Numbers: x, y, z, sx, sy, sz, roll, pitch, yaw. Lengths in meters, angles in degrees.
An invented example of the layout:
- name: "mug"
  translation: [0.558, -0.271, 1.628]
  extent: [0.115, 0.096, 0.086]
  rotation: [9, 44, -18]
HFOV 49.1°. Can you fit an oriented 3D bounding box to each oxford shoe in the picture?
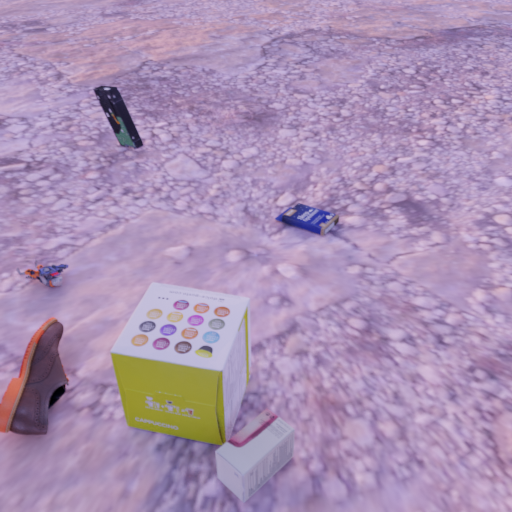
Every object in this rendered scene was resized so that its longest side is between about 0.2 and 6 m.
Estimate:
- name: "oxford shoe"
  translation: [-2.817, 1.595, 7.459]
  extent: [0.685, 0.672, 1.887]
  rotation: [18, 36, -12]

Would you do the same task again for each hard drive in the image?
- name: "hard drive"
  translation: [-3.272, -3.301, 13.347]
  extent: [0.282, 1.492, 1.042]
  rotation: [-34, 32, -22]

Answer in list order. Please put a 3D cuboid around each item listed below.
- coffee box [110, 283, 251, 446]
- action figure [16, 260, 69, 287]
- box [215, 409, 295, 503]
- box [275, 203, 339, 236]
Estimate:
- name: "coffee box"
  translation: [-0.856, 1.341, 7.039]
  extent: [1.351, 1.354, 1.339]
  rotation: [8, 36, 11]
- name: "action figure"
  translation: [-3.543, 0.317, 9.488]
  extent: [0.727, 0.393, 0.751]
  rotation: [23, 15, 19]
- name: "box"
  translation: [-0.004, 2.274, 6.430]
  extent: [0.463, 0.543, 0.849]
  rotation: [30, 45, 35]
- name: "box"
  translation: [0.989, -0.754, 11.028]
  extent: [1.115, 0.181, 0.676]
  rotation: [19, 37, 27]
